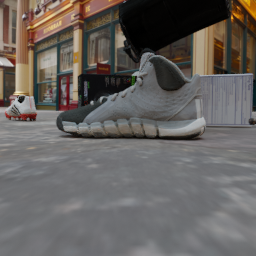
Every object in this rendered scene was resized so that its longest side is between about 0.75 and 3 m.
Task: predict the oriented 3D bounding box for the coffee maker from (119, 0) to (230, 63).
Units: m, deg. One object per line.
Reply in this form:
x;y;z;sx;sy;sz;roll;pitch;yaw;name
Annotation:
1.085;-2.618;6.483;2.293;2.203;1.545;-21;-34;22;coffee maker

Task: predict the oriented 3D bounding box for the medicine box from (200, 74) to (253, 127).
2.789;-0.796;8.337;1.641;1.495;0.845;1;4;15;medicine box

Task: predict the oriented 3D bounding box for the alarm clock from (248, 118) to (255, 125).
2.287;0.039;2.734;1.891;0.630;1.276;1;3;36;alarm clock

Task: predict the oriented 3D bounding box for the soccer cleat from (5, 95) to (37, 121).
-4.834;-0.907;12.602;0.910;1.129;2.651;-3;6;-40;soccer cleat

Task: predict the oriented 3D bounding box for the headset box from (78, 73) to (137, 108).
-0.529;-0.736;7.830;1.674;1.458;0.777;0;5;-18;headset box

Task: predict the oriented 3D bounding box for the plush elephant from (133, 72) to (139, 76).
0.185;-1.357;12.318;2.188;2.057;2.657;3;5;41;plush elephant

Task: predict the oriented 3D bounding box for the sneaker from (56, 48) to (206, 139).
0.019;-0.654;5.324;2.832;1.636;1.063;1;4;10;sneaker
